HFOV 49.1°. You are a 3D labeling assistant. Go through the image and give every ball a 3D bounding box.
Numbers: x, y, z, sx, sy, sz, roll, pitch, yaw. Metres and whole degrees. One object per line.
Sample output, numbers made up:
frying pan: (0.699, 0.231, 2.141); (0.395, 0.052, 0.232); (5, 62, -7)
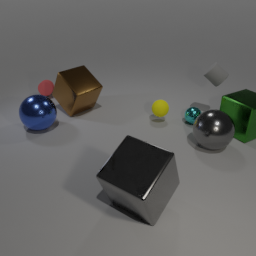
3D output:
ball: (-3.460, -0.593, 10.794); (1.400, 1.400, 1.400); (0, 29, 0)
ball: (2.942, 0.057, 9.637); (1.400, 1.400, 1.400); (0, 29, 0)
ball: (1.311, -0.797, 11.363); (0.700, 0.700, 0.700); (0, 29, 0)
ball: (2.647, -0.514, 11.379); (0.700, 0.700, 0.700); (0, 29, 0)

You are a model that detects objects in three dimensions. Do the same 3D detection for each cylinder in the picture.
cylinder: (-3.984, -1.963, 13.650); (0.700, 0.700, 0.700); (-4, 17, -8)
cylinder: (3.521, -2.136, 11.205); (0.700, 0.700, 0.700); (42, 35, -3)

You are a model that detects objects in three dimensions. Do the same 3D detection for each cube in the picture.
cube: (-2.194, -1.607, 12.067); (1.400, 1.400, 1.400); (-28, 70, -40)
cube: (0.309, 1.290, 7.030); (1.400, 1.400, 1.400); (20, 58, 31)
cube: (4.449, -0.498, 10.611); (1.400, 1.400, 1.400); (-17, 33, -27)
